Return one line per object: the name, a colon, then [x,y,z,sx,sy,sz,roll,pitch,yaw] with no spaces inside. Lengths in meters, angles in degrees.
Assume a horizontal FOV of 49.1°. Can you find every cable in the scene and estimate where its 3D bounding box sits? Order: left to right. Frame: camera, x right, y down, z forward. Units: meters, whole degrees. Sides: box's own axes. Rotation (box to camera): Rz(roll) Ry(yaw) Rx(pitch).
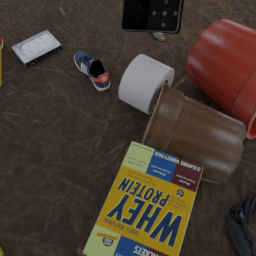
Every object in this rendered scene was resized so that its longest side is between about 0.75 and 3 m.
cable: [3.727,2.947,7.045,2.069,0.644,2.536,-13,58,-13]

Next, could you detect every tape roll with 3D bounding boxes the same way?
tape roll: [0.594,-1.366,8.886,1.120,1.631,1.631,29,64,17]

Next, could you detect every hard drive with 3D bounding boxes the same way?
hard drive: [-3.439,-3.026,10.616,1.569,0.297,1.096,-34,65,-17]

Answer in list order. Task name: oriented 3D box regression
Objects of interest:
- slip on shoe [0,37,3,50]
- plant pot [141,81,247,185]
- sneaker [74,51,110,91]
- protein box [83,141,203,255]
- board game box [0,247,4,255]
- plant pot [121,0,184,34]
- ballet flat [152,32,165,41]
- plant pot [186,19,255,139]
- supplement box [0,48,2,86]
slip on shoe: [-5.272,-2.506,10.025,0.970,0.801,2.618,9,62,3]
plant pot: [1.675,0.266,7.640,2.402,2.427,2.427,19,62,3]
sneaker: [-1.270,-2.229,9.838,0.740,0.834,1.975,-34,65,-18]
protein box: [0.376,2.091,6.408,1.645,2.420,2.438,19,62,11]
board game box: [-3.624,3.256,7.023,0.842,0.201,0.428,-33,65,-18]
plant pot: [0.801,-3.131,7.234,1.469,1.303,1.466,10,101,22]
ballet flat: [1.084,-3.922,11.035,0.400,0.444,1.180,-24,62,-24]
plant pot: [3.520,-1.688,8.549,2.953,2.953,2.872,-33,57,-18]
supplement box: [-3.252,-1.116,4.970,1.050,0.828,1.604,28,32,22]
